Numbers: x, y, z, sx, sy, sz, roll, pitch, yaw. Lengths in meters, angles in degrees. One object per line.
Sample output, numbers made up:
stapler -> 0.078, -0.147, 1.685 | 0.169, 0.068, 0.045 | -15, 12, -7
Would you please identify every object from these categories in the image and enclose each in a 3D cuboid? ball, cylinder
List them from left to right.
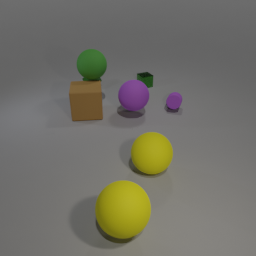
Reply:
ball -> -1.681, -2.951, 13.026 | 1.400, 1.400, 1.400 | 0, 31, 0
ball -> -0.124, 2.031, 7.044 | 1.400, 1.400, 1.400 | 0, 31, 0
ball -> 0.257, -1.462, 12.596 | 1.400, 1.400, 1.400 | 0, 31, 0
ball -> 0.794, 0.835, 9.352 | 1.400, 1.400, 1.400 | 0, 31, 0
cylinder -> 2.209, -1.307, 13.336 | 0.700, 0.700, 0.700 | 8, 19, 13

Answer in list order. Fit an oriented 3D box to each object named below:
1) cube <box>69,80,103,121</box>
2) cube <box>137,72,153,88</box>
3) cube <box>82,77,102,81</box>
cube -> -1.906, -1.278, 12.896 | 1.400, 1.400, 1.400 | -4, 31, -6
cube -> 0.968, -2.729, 15.998 | 0.700, 0.700, 0.700 | -14, 34, -22
cube -> -2.009, -2.712, 15.728 | 0.700, 0.700, 0.700 | -20, 23, 24
